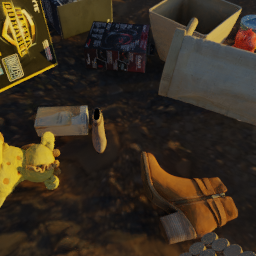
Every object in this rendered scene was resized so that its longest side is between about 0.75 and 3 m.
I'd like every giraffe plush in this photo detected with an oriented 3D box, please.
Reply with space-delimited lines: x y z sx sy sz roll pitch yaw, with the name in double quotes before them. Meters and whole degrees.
"giraffe plush" -2.981 0.926 7.680 2.025 2.155 2.497 -11 38 -36

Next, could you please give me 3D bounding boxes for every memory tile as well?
"memory tile" 1.274 1.973 4.154 0.840 1.096 0.092 -31 101 -19

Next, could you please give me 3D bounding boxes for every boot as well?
"boot" -0.953 0.031 8.833 0.450 0.937 1.281 -8 52 -7
"boot" 1.543 1.577 7.526 2.018 0.997 2.599 -16 55 -11

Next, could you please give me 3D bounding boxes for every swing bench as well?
"swing bench" 2.064 -1.078 5.735 2.421 1.579 2.434 21 31 9

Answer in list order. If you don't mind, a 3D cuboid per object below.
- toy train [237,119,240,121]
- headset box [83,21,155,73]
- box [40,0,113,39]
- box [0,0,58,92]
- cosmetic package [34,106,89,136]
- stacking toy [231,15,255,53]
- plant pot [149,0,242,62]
"toy train" 4.333 -1.326 9.921 2.444 0.680 1.836 -34 49 -22
"headset box" -0.256 -3.351 11.490 2.717 1.019 2.020 5 51 4
"box" -2.514 -5.832 13.128 2.647 1.641 2.603 -27 58 -20
"box" -3.496 -2.824 8.089 0.728 2.952 2.358 24 46 36
"cosmetic package" -2.153 -0.234 9.270 1.654 0.588 0.870 -3 51 -2
"stacking toy" 5.729 -3.769 11.741 2.503 1.168 2.765 19 54 15
"plant pot" 2.461 -3.652 10.990 2.482 2.200 2.485 36 60 25
